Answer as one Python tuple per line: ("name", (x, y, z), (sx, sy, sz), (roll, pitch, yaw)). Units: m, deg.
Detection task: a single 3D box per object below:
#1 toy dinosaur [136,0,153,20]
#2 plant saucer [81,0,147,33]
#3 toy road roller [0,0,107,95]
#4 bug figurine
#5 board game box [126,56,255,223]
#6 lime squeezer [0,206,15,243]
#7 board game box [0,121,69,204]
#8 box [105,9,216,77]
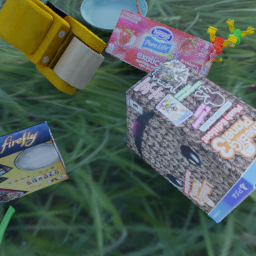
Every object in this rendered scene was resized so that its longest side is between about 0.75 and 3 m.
("toy dinosaur", (0.561, -3.354, 9.070), (0.694, 2.297, 1.220), (-29, 89, 15))
("plant saucer", (-0.499, -4.201, 10.184), (2.396, 0.431, 2.396), (0, 58, 0))
("toy road roller", (-2.269, -2.448, 7.778), (2.894, 2.113, 1.778), (42, 104, 21))
("bug figurine", (3.753, -2.363, 8.671), (2.787, 0.717, 2.161), (29, 49, 11))
("board game box", (1.472, 0.301, 6.170), (2.911, 2.321, 1.410), (39, 66, 23))
("lime squeezer", (-3.263, 2.811, 5.671), (0.938, 0.501, 2.657), (38, 65, 21))
("board game box", (-2.864, 1.031, 5.927), (2.899, 1.964, 0.502), (-20, 60, -13))
("box", (0.960, -2.154, 8.039), (2.763, 1.377, 1.319), (28, 102, 17))
